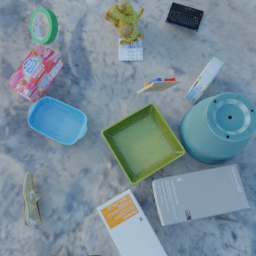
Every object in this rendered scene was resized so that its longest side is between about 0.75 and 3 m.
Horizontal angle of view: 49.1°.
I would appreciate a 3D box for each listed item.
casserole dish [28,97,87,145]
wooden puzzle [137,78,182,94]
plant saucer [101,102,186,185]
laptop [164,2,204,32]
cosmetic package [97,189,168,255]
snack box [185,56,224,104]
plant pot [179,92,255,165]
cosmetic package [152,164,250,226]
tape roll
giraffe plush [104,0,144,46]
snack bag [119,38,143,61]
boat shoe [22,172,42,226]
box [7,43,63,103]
[{"bbox_3d":[-2.619,-0.245,10.598,2.342,0.454,1.418,25,77,7],"label":"casserole dish"},{"bbox_3d":[0.846,-1.194,7.701,0.985,0.912,0.228,-11,87,-27],"label":"wooden puzzle"},{"bbox_3d":[0.538,0.568,10.331,2.299,0.551,2.302,-30,78,-7],"label":"plant saucer"},{"bbox_3d":[2.331,-4.589,11.530,1.419,0.827,1.601,19,76,4],"label":"laptop"},{"bbox_3d":[0.150,3.509,9.375,1.320,0.927,2.603,-30,78,-7],"label":"cosmetic package"},{"bbox_3d":[2.863,-1.780,10.578,0.500,1.246,1.477,34,79,5],"label":"snack box"},{"bbox_3d":[3.170,-0.061,9.612,2.414,2.268,2.414,0,76,0],"label":"plant pot"},{"bbox_3d":[2.373,2.285,9.533,2.886,1.301,1.541,-13,72,-1],"label":"cosmetic package"},{"bbox_3d":[-2.767,-3.322,9.192,1.132,0.272,1.132,7,101,35],"label":"tape roll"},{"bbox_3d":[-0.050,-4.082,11.279,1.641,1.416,1.331,1,79,-35],"label":"giraffe plush"},{"bbox_3d":[0.116,-3.262,11.552,1.007,0.114,1.068,-1,75,0],"label":"snack bag"},{"bbox_3d":[-3.330,2.447,9.845,0.588,0.650,1.824,-5,83,-9],"label":"boat shoe"},{"bbox_3d":[-3.509,-2.107,10.792,0.945,1.024,1.996,31,79,8],"label":"box"}]
